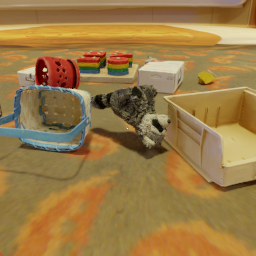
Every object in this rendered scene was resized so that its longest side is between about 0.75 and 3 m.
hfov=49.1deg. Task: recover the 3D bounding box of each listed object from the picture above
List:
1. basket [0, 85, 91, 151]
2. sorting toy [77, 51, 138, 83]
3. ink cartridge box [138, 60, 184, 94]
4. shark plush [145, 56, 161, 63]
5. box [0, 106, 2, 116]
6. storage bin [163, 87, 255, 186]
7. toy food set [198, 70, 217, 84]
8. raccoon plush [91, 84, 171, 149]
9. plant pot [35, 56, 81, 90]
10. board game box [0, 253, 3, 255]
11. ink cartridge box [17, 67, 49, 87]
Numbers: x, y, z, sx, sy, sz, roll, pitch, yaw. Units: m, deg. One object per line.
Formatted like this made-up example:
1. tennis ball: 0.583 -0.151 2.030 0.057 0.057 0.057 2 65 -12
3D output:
1. basket: -1.822 -0.191 6.522 1.987 1.568 2.254 7 15 14
2. sorting toy: -1.000 -3.043 13.500 2.815 0.986 2.832 3 24 6
3. ink cartridge box: 1.431 -2.218 11.817 1.551 0.900 2.102 9 28 19
4. shark plush: 1.505 -3.831 16.029 1.066 0.484 0.444 -6 -6 -3
5. box: -4.827 -0.123 7.787 1.640 0.453 2.402 0 25 0
6. storage bin: 2.490 0.050 6.549 2.531 1.186 2.512 -8 26 -18
7. toy food set: 3.475 -2.177 12.473 0.666 0.370 1.132 41 43 21
8. raccoon plush: 0.044 -0.215 7.147 1.088 1.506 2.248 -10 3 -44
9. plant pot: -2.666 -1.972 10.664 1.350 1.482 1.482 -11 26 -38
10. board game box: -2.169 2.236 2.982 1.057 0.200 2.054 23 33 38
11. ink cartridge box: -3.736 -2.127 11.932 1.506 0.635 1.100 12 27 25
